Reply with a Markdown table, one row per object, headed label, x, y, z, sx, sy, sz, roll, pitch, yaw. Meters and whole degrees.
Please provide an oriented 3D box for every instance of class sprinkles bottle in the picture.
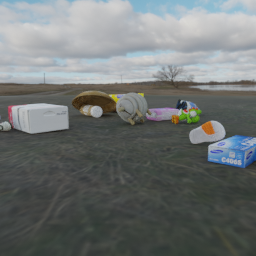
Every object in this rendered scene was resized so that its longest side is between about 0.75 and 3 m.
| label | x | y | z | sx | sy | sz | roll | pitch | yaw |
| --- | --- | --- | --- | --- | --- | --- | --- | --- | --- |
| sprinkles bottle | -1.971 | -0.916 | 14.845 | 0.584 | 0.584 | 1.710 | -5 | 10 | -31 |

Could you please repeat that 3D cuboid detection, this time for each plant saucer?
| label | x | y | z | sx | sy | sz | roll | pitch | yaw |
| --- | --- | --- | --- | --- | --- | --- | --- | --- | --- |
| plant saucer | -1.771 | -1.411 | 14.962 | 2.414 | 0.427 | 2.414 | 1 | -20 | 0 |

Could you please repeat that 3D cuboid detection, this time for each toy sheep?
| label | x | y | z | sx | sy | sz | roll | pitch | yaw |
| --- | --- | --- | --- | --- | --- | --- | --- | --- | --- |
| toy sheep | 0.177 | -0.832 | 11.776 | 1.379 | 1.379 | 2.001 | 4 | 7 | 25 |

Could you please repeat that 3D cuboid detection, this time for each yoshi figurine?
| label | x | y | z | sx | sy | sz | roll | pitch | yaw |
| --- | --- | --- | --- | --- | --- | --- | --- | --- | --- |
| yoshi figurine | 2.579 | -0.413 | 12.105 | 1.285 | 0.722 | 0.720 | -15 | -30 | -6 |

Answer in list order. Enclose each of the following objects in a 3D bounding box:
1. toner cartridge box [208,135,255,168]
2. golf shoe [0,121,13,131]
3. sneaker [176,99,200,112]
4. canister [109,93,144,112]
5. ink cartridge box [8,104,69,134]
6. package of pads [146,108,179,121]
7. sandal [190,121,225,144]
| label | x | y | z | sx | sy | sz | roll | pitch | yaw |
| --- | --- | --- | --- | --- | --- | --- | --- | --- | --- |
| toner cartridge box | 2.520 | 0.483 | 6.315 | 0.789 | 0.358 | 1.661 | 7 | 11 | 39 |
| golf shoe | -4.517 | 0.002 | 9.830 | 0.950 | 0.367 | 0.418 | -5 | 21 | 13 |
| sneaker | 3.161 | -1.023 | 15.311 | 0.912 | 0.896 | 2.367 | 15 | 11 | -6 |
| canister | -0.326 | -1.565 | 17.451 | 2.614 | 1.131 | 1.942 | -1 | 8 | 4 |
| ink cartridge box | -3.326 | -0.400 | 10.356 | 1.482 | 0.864 | 2.048 | -9 | 12 | -39 |
| package of pads | 1.664 | -0.658 | 13.315 | 1.429 | 0.541 | 0.861 | -5 | 13 | -31 |
| sandal | 2.139 | 0.113 | 7.394 | 0.390 | 0.521 | 1.360 | -9 | -6 | -24 |
